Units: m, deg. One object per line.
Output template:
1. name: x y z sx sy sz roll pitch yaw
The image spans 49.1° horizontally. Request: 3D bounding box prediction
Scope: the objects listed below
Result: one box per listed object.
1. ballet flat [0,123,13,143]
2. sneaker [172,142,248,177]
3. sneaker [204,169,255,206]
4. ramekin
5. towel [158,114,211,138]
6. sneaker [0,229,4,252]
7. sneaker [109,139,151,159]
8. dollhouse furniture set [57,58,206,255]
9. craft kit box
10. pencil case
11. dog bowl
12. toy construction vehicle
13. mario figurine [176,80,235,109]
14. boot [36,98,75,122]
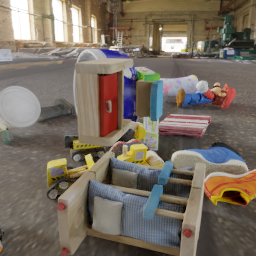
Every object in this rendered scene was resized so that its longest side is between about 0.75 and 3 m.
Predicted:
1. ballet flat: -4.460 0.047 9.848 0.566 0.535 1.679 -18 24 -34
2. sneaker: 2.048 0.784 7.236 1.845 0.708 1.026 6 24 6
3. sneaker: 2.530 1.331 6.000 1.920 0.701 0.740 -5 43 -13
4. ramekin: -3.987 -0.663 10.013 1.549 1.549 0.721 -18 -4 -44
5. towel: 2.184 -0.139 10.918 1.796 0.284 2.494 5 17 22
6. sneaker: -2.368 1.736 4.588 0.735 0.685 1.854 6 23 -12
7. sneaker: 0.072 0.721 7.664 0.703 0.661 1.716 18 25 29
8. dollhouse furniture set: 0.194 0.460 4.606 2.085 2.959 2.073 6 19 17
9. craft kit box: 0.553 -0.745 9.385 0.574 2.366 2.337 -3 17 -9
10. pencil case: 2.579 -2.249 15.228 2.456 1.114 1.021 -7 0 -3
11. dog bowl: -0.830 -1.146 9.545 1.178 2.991 2.991 -8 19 -28
12. toy construction vehicle: -0.667 0.562 7.176 2.821 0.993 2.456 -8 19 -10
13. mario figurine: 3.869 -1.768 13.924 2.875 1.524 1.775 -3 21 -2
14. boot: -3.535 -0.790 12.488 1.890 0.686 1.719 -23 26 -36
